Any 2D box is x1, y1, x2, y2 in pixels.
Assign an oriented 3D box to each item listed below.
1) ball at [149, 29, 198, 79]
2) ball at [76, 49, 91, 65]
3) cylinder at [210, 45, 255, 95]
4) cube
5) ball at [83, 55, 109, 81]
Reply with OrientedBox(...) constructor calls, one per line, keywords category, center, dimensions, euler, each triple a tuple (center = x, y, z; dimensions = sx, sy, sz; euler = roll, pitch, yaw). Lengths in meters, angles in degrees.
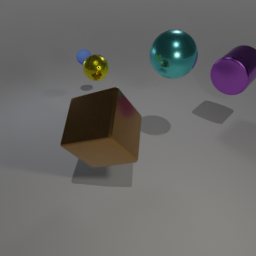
OrientedBox(category="ball", center=(1.325, -2.138, 8.182), dimensions=(1.400, 1.400, 1.400), euler=(0, 32, 0))
OrientedBox(category="ball", center=(-1.999, -3.227, 12.742), dimensions=(0.700, 0.700, 0.700), euler=(0, 32, 0))
OrientedBox(category="cylinder", center=(3.948, -2.107, 10.180), dimensions=(1.400, 1.400, 1.400), euler=(24, 46, 33))
OrientedBox(category="cube", center=(-0.606, 0.042, 7.049), dimensions=(1.400, 1.400, 1.400), euler=(-10, 56, 26))
OrientedBox(category="ball", center=(-0.858, -1.610, 7.513), dimensions=(0.700, 0.700, 0.700), euler=(0, 32, 0))
